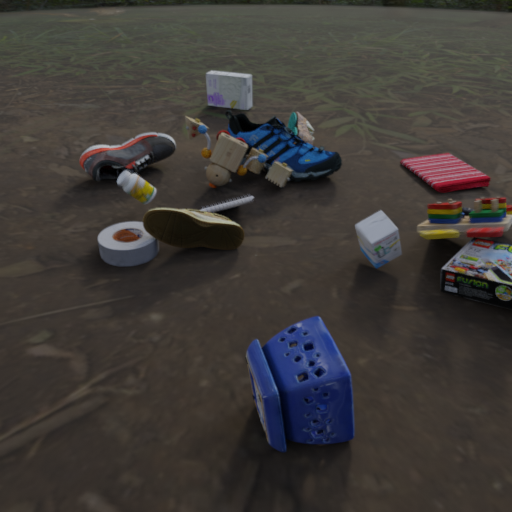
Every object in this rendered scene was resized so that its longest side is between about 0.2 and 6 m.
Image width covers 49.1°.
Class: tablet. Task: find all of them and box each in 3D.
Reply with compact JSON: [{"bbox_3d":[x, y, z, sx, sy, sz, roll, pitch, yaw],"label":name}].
[{"bbox_3d":[-0.804,-1.064,12.469,1.363,0.093,0.887,-17,2,-27],"label":"tablet"}]

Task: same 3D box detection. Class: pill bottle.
[{"bbox_3d":[-2.664,-1.532,12.440,0.453,0.804,0.453,-29,42,30],"label":"pill bottle"}]

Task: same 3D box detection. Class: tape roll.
[{"bbox_3d":[-2.544,-0.250,11.203,1.179,0.389,1.179,0,30,0],"label":"tape roll"}]

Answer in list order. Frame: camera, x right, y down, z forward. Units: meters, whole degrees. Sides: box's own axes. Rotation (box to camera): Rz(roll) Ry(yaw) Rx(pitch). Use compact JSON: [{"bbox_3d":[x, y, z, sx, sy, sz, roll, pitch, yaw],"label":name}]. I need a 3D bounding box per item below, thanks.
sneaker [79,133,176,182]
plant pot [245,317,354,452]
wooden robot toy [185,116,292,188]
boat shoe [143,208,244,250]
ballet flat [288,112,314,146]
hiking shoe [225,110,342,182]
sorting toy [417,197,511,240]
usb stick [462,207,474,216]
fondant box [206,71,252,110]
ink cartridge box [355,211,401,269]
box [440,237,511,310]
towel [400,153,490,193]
[{"bbox_3d":[-3.191,-2.399,14.560,2.549,0.982,1.044,-20,56,-22],"label":"sneaker"},{"bbox_3d":[0.526,1.689,7.214,1.110,1.235,1.235,-14,33,-9],"label":"plant pot"},{"bbox_3d":[-0.671,-2.270,13.959,2.956,1.341,1.302,25,16,-9],"label":"wooden robot toy"},{"bbox_3d":[-1.281,-0.565,11.304,2.035,0.753,0.675,13,16,-18],"label":"boat shoe"},{"bbox_3d":[1.364,-3.662,16.794,0.731,0.740,2.173,18,34,-11],"label":"ballet flat"},{"bbox_3d":[0.614,-2.849,14.538,3.298,1.430,1.227,12,33,19],"label":"hiking shoe"},{"bbox_3d":[4.082,-0.809,10.927,1.598,0.561,3.315,0,10,28],"label":"sorting toy"},{"bbox_3d":[5.079,-0.920,12.557,0.948,0.155,0.263,16,35,25],"label":"usb stick"},{"bbox_3d":[-0.952,-5.874,19.883,1.607,1.159,0.468,13,35,21],"label":"fondant box"},{"bbox_3d":[2.321,-0.308,10.620,0.595,0.811,0.592,-30,50,-2],"label":"ink cartridge box"},{"bbox_3d":[4.836,0.433,9.612,2.831,0.491,1.558,15,33,37],"label":"box"},{"bbox_3d":[4.888,-2.182,14.608,1.510,0.235,2.088,-9,30,-10],"label":"towel"}]
